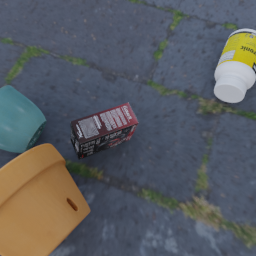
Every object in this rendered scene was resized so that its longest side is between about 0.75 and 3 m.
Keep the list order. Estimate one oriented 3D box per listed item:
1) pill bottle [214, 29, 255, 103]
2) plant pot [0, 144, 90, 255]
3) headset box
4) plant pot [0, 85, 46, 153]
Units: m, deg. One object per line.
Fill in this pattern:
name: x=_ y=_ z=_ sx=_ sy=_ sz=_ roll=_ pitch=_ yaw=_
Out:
pill bottle: x=3.544 y=-1.970 z=9.023 sx=1.254 sy=1.254 sz=2.253 roll=22 pitch=68 yaw=10
plant pot: x=-2.178 y=1.965 z=6.623 sx=1.894 sy=2.706 sz=2.706 roll=43 pitch=72 yaw=6
headset box: x=-0.616 y=0.082 z=7.868 sx=1.874 sy=1.393 sz=0.703 roll=-20 pitch=72 yaw=-18
plant pot: x=-3.223 y=-0.118 z=8.014 sx=1.404 sy=1.749 sz=1.749 roll=31 pitch=68 yaw=-6
